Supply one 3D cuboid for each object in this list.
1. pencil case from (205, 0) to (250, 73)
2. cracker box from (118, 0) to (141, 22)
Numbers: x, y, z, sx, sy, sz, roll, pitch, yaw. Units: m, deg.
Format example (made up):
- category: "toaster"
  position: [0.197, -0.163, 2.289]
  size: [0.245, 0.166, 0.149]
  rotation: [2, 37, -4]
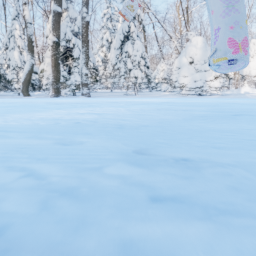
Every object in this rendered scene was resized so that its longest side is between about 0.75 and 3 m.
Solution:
- category: "pencil case"
  position: [3.424, -3.411, 9.729]
  size: [1.355, 2.987, 1.242]
  rotation: [-2, -10, 17]
- category: "cracker box"
  position: [0.068, -4.440, 10.493]
  size: [0.520, 0.776, 0.224]
  rotation: [39, 17, -12]
